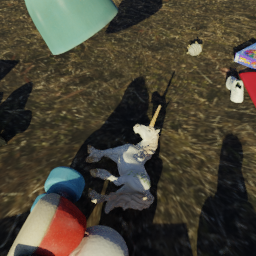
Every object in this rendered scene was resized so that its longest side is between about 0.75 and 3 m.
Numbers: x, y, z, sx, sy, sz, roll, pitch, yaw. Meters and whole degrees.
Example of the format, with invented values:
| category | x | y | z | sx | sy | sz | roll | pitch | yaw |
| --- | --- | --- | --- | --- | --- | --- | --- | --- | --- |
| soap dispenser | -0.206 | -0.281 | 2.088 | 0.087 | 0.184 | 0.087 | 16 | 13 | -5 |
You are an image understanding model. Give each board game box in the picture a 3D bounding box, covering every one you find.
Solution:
| category | x | y | z | sx | sy | sz | roll | pitch | yaw |
| --- | --- | --- | --- | --- | --- | --- | --- | --- | --- |
| board game box | 5.721 | -3.171 | 12.280 | 1.790 | 0.401 | 1.204 | -29 | 48 | -29 |

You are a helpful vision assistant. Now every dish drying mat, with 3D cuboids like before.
| category | x | y | z | sx | sy | sz | roll | pitch | yaw |
| --- | --- | --- | --- | --- | --- | --- | --- | --- | --- |
| dish drying mat | 4.948 | -1.232 | 10.107 | 1.115 | 0.264 | 2.903 | 1 | 41 | 3 |

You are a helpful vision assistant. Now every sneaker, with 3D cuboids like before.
| category | x | y | z | sx | sy | sz | roll | pitch | yaw |
| --- | --- | --- | --- | --- | --- | --- | --- | --- | --- |
| sneaker | 3.972 | -1.553 | 10.246 | 0.525 | 0.599 | 1.494 | 2 | 39 | 5 |

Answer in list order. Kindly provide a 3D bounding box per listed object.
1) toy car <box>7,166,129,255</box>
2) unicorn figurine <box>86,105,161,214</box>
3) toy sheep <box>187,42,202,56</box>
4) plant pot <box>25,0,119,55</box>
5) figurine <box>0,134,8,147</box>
| category | x | y | z | sx | sy | sz | roll | pitch | yaw |
| --- | --- | --- | --- | --- | --- | --- | --- | --- | --- |
| toy car | -0.899 | 2.339 | 5.121 | 2.330 | 2.061 | 2.148 | 29 | 40 | -10 |
| unicorn figurine | -0.019 | 0.846 | 7.210 | 2.039 | 1.097 | 2.969 | 2 | 54 | -13 |
| toy sheep | 2.993 | -3.542 | 12.626 | 0.831 | 0.573 | 0.573 | -28 | 45 | -5 |
| plant pot | -1.975 | -3.997 | 8.886 | 2.655 | 2.131 | 2.655 | -26 | 31 | 17 |
| figurine | -4.564 | 0.275 | 8.053 | 1.754 | 0.755 | 1.711 | -27 | 51 | -27 |
